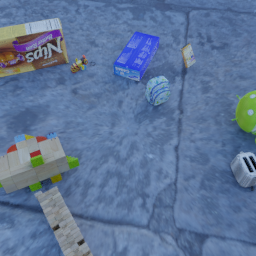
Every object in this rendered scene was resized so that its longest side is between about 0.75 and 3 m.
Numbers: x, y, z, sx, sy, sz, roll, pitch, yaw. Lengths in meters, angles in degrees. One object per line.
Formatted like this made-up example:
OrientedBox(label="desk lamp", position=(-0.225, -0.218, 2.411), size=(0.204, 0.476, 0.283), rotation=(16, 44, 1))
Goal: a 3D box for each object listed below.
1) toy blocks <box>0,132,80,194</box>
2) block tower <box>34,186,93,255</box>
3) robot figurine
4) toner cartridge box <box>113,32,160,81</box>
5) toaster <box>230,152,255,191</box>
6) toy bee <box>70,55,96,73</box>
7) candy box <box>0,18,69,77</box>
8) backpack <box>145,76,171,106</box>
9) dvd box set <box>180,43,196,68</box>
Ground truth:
OrientedBox(label="toy blocks", position=(-2.936, 0.838, 8.495), size=(2.460, 1.229, 1.682), rotation=(-20, 44, -16))
OrientedBox(label="block tower", position=(-1.689, 2.566, 7.370), size=(0.643, 0.601, 2.224), rotation=(-28, 58, -21))
OrientedBox(label="robot figurine", position=(4.689, -0.401, 9.118), size=(2.455, 1.420, 2.154), rotation=(13, 70, 9))
OrientedBox(label="toner cartridge box", position=(0.393, -3.047, 11.703), size=(1.163, 0.529, 2.449), rotation=(18, 54, 14))
OrientedBox(label="toaster", position=(3.531, 1.250, 8.307), size=(0.623, 0.709, 1.097), rotation=(-8, 53, -5))
OrientedBox(label="toy bee", position=(-1.892, -2.685, 11.411), size=(0.691, 0.574, 1.056), rotation=(28, 58, 22))
OrientedBox(label="candy box", position=(-3.944, -3.142, 11.041), size=(2.934, 1.712, 0.828), rotation=(-14, 55, -11))
OrientedBox(label="backpack", position=(1.122, -1.348, 10.129), size=(0.882, 0.964, 0.709), rotation=(-23, 56, -17))
OrientedBox(label="dvd box set", position=(2.424, -2.922, 11.290), size=(0.120, 0.816, 0.597), rotation=(4, 36, 49))
